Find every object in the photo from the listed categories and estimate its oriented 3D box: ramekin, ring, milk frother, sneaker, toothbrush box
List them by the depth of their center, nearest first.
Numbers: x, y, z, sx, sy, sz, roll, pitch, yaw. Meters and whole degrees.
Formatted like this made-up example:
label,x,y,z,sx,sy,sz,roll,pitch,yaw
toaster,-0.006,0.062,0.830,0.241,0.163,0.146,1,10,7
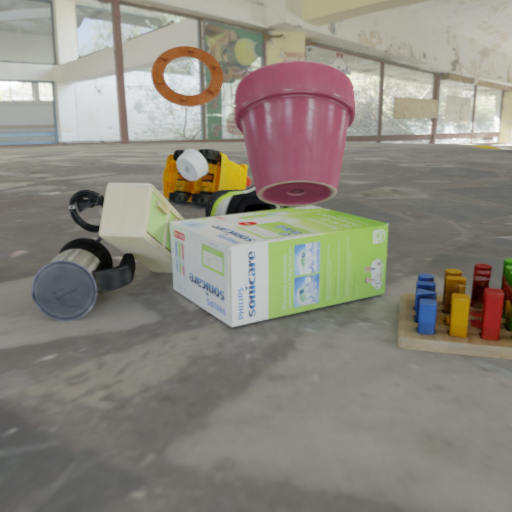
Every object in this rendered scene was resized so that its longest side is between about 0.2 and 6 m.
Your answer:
label,x,y,z,sx,sy,sz,roll,pitch,yaw
milk frother,-2.548,-0.061,8.031,1.329,1.472,1.385,-27,16,1
toothbrush box,0.327,0.025,8.580,2.740,1.179,1.995,-10,17,-29
ramekin,-1.309,-1.814,11.293,0.630,0.630,0.307,12,44,37
ring,-1.600,-4.229,13.061,1.684,1.684,0.162,-3,-19,-11
sneaker,0.138,-1.060,13.503,1.268,1.098,3.063,29,34,34

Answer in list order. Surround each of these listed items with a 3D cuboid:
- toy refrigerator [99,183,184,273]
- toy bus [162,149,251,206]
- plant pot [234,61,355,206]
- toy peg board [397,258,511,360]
label,x,y,z,sx,sy,sz,roll,pitch,yaw
toy refrigerator,-1.615,-0.367,8.878,0.762,0.826,2.177,2,-15,12
toy bus,-1.341,-2.285,17.056,2.358,1.600,2.264,8,3,37
plant pot,0.446,-1.286,6.352,1.402,1.255,1.402,-1,-13,0
toy peg board,2.747,0.558,7.199,1.721,0.845,1.728,4,15,14
